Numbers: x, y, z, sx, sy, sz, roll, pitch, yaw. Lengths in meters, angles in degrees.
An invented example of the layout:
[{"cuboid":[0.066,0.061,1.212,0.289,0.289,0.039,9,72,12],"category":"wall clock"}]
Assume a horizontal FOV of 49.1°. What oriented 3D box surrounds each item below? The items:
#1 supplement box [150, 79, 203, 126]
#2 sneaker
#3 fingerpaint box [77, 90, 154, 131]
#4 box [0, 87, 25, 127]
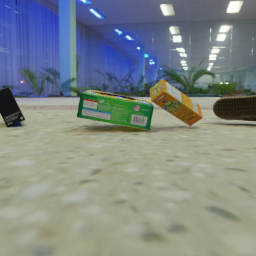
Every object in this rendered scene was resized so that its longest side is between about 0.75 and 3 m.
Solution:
[{"cuboid":[1.334,-0.663,7.667,1.594,0.548,0.530,29,-48,-29],"category":"supplement box"},{"cuboid":[3.945,-0.607,8.436,2.607,0.918,0.985,8,8,23],"category":"sneaker"},{"cuboid":[-0.305,-0.553,7.692,1.881,0.690,1.569,10,10,-1],"category":"fingerpaint box"},{"cuboid":[-3.639,-0.671,8.519,0.585,1.047,1.483,-24,15,-18],"category":"box"}]
